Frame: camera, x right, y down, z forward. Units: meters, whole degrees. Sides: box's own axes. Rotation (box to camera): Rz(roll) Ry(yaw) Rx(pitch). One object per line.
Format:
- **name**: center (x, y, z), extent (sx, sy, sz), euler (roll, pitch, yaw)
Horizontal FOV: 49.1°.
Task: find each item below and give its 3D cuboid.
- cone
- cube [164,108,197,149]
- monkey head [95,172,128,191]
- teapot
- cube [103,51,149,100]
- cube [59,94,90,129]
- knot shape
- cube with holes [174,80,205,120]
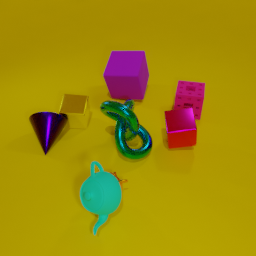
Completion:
- **cone**: center (-2.313, 0.264, 7.991), extent (1.084, 1.084, 1.088), euler (-2, 65, -2)
- **cube**: center (1.439, 0.011, 7.680), extent (0.773, 0.773, 0.773), euler (-7, 52, 7)
- **monkey head**: center (-0.501, 1.309, 6.300), extent (1.012, 0.728, 0.610), euler (-44, 49, 16)
- **teapot**: center (-0.597, 1.384, 5.670), extent (0.888, 1.429, 0.700), euler (-10, -9, 33)
- **cube**: center (-0.018, -1.832, 9.734), extent (1.201, 1.201, 1.201), euler (5, 57, 17)
- **cube**: center (-1.614, -0.503, 8.598), extent (0.759, 0.759, 0.759), euler (4, 56, 1)
- **knot shape**: center (-0.029, -0.131, 7.787), extent (0.854, 1.848, 1.729), euler (-27, 19, 10)
- **cube with holes**: center (1.997, -0.923, 9.143), extent (0.870, 0.870, 0.870), euler (8, 41, 12)
